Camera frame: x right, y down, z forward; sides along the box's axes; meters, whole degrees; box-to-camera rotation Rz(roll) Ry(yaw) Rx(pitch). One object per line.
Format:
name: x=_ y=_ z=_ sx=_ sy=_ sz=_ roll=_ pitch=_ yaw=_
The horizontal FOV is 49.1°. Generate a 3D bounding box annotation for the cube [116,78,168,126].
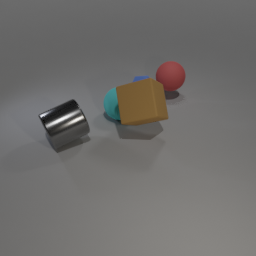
cube: x=0.548 y=-0.911 z=10.375 sx=1.400 sy=1.400 sz=1.400 roll=-11 pitch=-6 yaw=23

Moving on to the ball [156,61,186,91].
ball: x=2.020 y=-2.456 z=13.309 sx=1.400 sy=1.400 sz=1.400 roll=0 pitch=32 yaw=0

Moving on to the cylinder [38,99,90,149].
cylinder: x=-2.312 y=-0.148 z=10.204 sx=1.400 sy=1.400 sz=1.400 roll=-27 pitch=40 yaw=-16

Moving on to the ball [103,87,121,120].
ball: x=-0.336 y=-1.036 z=11.852 sx=1.400 sy=1.400 sz=1.400 roll=0 pitch=32 yaw=0

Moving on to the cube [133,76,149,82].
cube: x=0.624 y=-1.766 z=12.130 sx=0.700 sy=0.700 sz=0.700 roll=4 pitch=61 yaw=38
